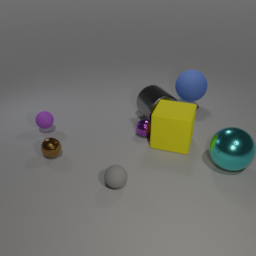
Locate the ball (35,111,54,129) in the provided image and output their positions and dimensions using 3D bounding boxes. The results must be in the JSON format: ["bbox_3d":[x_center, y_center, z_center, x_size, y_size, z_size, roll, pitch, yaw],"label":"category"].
[{"bbox_3d":[-3.295,-0.318,11.080,0.700,0.700,0.700,0,29,0],"label":"ball"}]

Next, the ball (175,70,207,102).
[{"bbox_3d":[2.808,-1.873,12.453,1.400,1.400,1.400,0,29,0],"label":"ball"}]

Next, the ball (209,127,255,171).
[{"bbox_3d":[3.321,0.664,8.945,1.400,1.400,1.400,0,29,0],"label":"ball"}]

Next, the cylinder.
[{"bbox_3d":[1.247,-0.938,11.835,1.400,1.400,1.400,-11,31,-18],"label":"cylinder"}]

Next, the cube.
[{"bbox_3d":[1.677,-0.075,10.338,1.400,1.400,1.400,10,31,16],"label":"cube"}]

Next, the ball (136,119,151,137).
[{"bbox_3d":[0.656,-0.003,10.933,0.700,0.700,0.700,0,29,0],"label":"ball"}]

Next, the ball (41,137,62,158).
[{"bbox_3d":[-2.664,0.677,9.712,0.700,0.700,0.700,0,29,0],"label":"ball"}]

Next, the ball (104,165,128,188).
[{"bbox_3d":[-0.363,1.443,8.354,0.700,0.700,0.700,0,29,0],"label":"ball"}]
